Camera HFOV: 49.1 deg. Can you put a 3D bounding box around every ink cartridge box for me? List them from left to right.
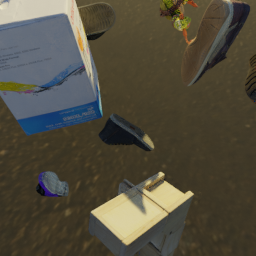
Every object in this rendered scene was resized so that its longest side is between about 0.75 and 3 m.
[{"bbox_3d":[-1.973,-1.673,6.684,2.052,2.838,2.089,-12,48,1],"label":"ink cartridge box"}]

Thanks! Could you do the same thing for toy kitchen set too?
[{"bbox_3d":[-0.104,1.698,4.766,1.460,1.789,1.614,30,34,35],"label":"toy kitchen set"}]

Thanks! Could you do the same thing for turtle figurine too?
[{"bbox_3d":[1.160,-3.424,7.498,0.824,2.064,2.559,-18,39,32],"label":"turtle figurine"}]

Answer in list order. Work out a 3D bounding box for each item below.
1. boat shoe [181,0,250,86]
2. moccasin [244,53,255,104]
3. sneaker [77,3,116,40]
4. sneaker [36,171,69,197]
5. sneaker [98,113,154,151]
[{"bbox_3d":[1.858,-1.764,6.262,0.791,2.442,0.878,-3,61,-11],"label":"boat shoe"},{"bbox_3d":[2.587,-0.912,5.364,0.610,0.578,1.580,45,36,-14],"label":"moccasin"},{"bbox_3d":[-1.796,-2.903,8.338,2.790,1.482,1.044,-10,96,-9],"label":"sneaker"},{"bbox_3d":[-1.553,1.131,5.365,0.521,1.047,0.364,-7,62,8],"label":"sneaker"},{"bbox_3d":[-0.034,0.252,6.271,1.200,0.637,0.449,36,22,-5],"label":"sneaker"}]
